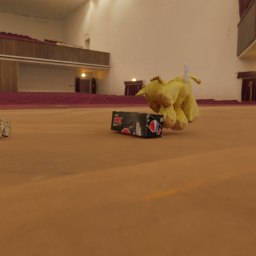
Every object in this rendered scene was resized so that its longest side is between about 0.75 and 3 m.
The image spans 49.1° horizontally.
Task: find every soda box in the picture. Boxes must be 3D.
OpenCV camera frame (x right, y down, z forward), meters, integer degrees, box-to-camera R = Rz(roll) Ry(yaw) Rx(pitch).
[{"bbox_3d":[0.186,-0.120,7.187,0.516,0.576,1.629,5,2,-33],"label":"soda box"}]

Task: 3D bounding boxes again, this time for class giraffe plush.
[{"bbox_3d":[0.994,-0.860,7.629,1.501,1.739,1.410,6,2,-40],"label":"giraffe plush"}]

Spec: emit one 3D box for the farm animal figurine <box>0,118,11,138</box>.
[{"bbox_3d":[-3.117,-0.067,6.559,0.975,0.508,0.964,9,-1,20],"label":"farm animal figurine"}]
